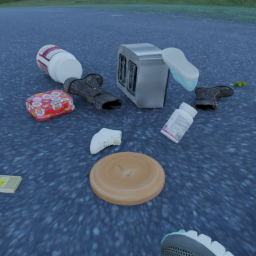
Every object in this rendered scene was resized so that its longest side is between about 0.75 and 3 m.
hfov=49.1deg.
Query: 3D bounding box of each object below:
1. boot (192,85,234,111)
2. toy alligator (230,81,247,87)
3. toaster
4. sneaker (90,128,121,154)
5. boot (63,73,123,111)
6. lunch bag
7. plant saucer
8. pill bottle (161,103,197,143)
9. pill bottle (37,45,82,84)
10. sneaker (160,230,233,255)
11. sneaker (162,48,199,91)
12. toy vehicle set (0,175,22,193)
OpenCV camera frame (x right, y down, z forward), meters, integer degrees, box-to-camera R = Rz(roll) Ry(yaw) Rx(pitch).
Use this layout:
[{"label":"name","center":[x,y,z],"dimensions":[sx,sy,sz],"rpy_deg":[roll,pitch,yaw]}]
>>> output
[{"label":"boot","center":[3.735,-1.228,12.211],"dimensions":[1.876,0.650,1.633],"rpy_deg":[1,35,9]},{"label":"toy alligator","center":[5.572,-2.192,14.158],"dimensions":[0.922,0.222,0.306],"rpy_deg":[-10,31,-4]},{"label":"toaster","center":[0.667,-2.390,12.091],"dimensions":[1.579,2.661,2.406],"rpy_deg":[-8,32,-23]},{"label":"sneaker","center":[-0.664,0.420,9.321],"dimensions":[0.817,0.521,1.414],"rpy_deg":[6,29,16]},{"label":"boot","center":[-1.246,-1.512,12.433],"dimensions":[2.420,0.962,2.780],"rpy_deg":[28,28,21]},{"label":"lunch bag","center":[-3.134,-0.938,11.463],"dimensions":[1.737,0.712,1.530],"rpy_deg":[-23,37,-34]},{"label":"plant saucer","center":[-0.021,1.303,7.977],"dimensions":[2.141,0.346,2.141],"rpy_deg":[0,29,0]},{"label":"pill bottle","center":[1.710,-0.182,9.318],"dimensions":[0.697,1.230,0.697],"rpy_deg":[35,1,-1]},{"label":"pill bottle","center":[-3.590,-3.304,14.665],"dimensions":[1.603,1.603,2.807],"rpy_deg":[-18,34,-28]},{"label":"sneaker","center":[1.485,2.889,4.542],"dimensions":[1.346,1.145,2.951],"rpy_deg":[-26,38,-32]},{"label":"sneaker","center":[1.707,-2.006,9.674],"dimensions":[0.748,0.830,2.025],"rpy_deg":[-14,47,-11]},{"label":"toy vehicle set","center":[-3.486,1.540,7.779],"dimensions":[0.886,0.117,0.551],"rpy_deg":[3,30,5]}]
